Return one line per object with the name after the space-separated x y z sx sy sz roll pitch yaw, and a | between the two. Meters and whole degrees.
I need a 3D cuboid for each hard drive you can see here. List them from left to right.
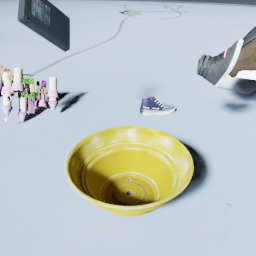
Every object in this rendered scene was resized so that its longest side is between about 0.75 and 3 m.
-1.844 -2.463 6.346 0.225 1.370 0.956 -16 68 29 | hard drive

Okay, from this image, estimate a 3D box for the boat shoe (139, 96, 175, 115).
1.087 -0.834 10.142 1.337 0.620 0.499 -6 33 -9 | boat shoe

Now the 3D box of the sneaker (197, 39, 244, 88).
2.115 -1.604 6.692 0.771 1.556 0.550 27 65 6 | sneaker

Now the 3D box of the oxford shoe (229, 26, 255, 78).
3.574 -2.199 7.796 1.030 2.441 0.887 47 65 1 | oxford shoe

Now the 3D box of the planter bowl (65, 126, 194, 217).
0.022 1.167 6.491 2.804 1.168 2.804 0 32 0 | planter bowl

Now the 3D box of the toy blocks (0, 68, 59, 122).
-3.670 -0.980 9.921 1.954 1.645 1.826 -5 -6 37 | toy blocks

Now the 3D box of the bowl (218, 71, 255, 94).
4.748 -2.236 12.161 2.218 0.828 2.215 19 37 25 | bowl

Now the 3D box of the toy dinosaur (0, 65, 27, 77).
-5.603 -2.518 13.056 1.723 0.520 0.915 -20 57 -16 | toy dinosaur
